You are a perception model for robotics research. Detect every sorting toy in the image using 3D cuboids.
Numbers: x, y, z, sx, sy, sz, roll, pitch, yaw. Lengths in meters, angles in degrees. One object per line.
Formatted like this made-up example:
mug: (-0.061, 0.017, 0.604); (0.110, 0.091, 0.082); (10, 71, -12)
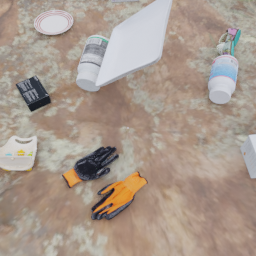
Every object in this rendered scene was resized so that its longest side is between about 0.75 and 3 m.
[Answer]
sorting toy: (-3.220, 0.661, 8.365); (1.238, 0.661, 1.115); (0, 49, 2)

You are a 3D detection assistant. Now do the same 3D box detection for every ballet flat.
ballet flat: (3.896, -3.263, 10.961); (0.728, 0.707, 2.045); (7, 50, 27)

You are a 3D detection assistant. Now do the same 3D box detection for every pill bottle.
pill bottle: (-1.191, -2.268, 9.902); (1.008, 1.008, 1.782); (11, 70, 7)
pill bottle: (3.274, -1.672, 9.693); (0.897, 0.897, 1.650); (15, 58, 10)

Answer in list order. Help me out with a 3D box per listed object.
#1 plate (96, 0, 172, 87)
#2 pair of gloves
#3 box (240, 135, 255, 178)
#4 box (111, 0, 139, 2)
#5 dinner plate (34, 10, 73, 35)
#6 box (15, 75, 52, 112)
plate: (0.233, -2.508, 8.379); (2.558, 0.414, 2.564); (-14, 53, 43)
pair of gloves: (-0.673, 1.502, 7.991); (1.819, 0.252, 2.042); (-35, 60, -19)
box: (3.790, 0.810, 8.109); (0.552, 0.790, 1.038); (-4, 57, -3)
box: (-0.140, -6.032, 12.967); (1.304, 0.270, 0.252); (-5, 57, -3)
dinner plate: (-3.160, -4.479, 11.978); (1.648, 0.200, 1.648); (-1, 57, 1)
box: (-3.256, -1.198, 9.655); (0.788, 0.440, 1.117); (-30, 61, -15)
